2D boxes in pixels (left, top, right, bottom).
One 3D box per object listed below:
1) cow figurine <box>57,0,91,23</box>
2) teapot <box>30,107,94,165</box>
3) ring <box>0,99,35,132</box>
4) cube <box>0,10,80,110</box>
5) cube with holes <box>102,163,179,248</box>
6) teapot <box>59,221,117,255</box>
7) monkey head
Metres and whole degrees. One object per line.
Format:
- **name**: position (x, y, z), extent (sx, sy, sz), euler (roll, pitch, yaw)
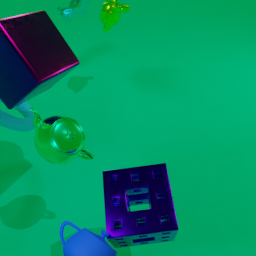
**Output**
- **cow figurine**: position (-1.897, -4.286, 9.862), extent (0.629, 1.146, 1.128), euler (38, 30, 12)
- **teapot**: position (-1.235, 0.158, 5.159), extent (0.744, 1.519, 0.945), euler (-19, 38, 51)
- **ring**: position (-2.884, -0.454, 6.749), extent (1.553, 0.311, 1.553), euler (34, 14, -9)
- **cube**: position (-2.019, -1.352, 5.584), extent (1.260, 1.260, 1.260), euler (-26, 13, 38)
- **cube with holes**: position (0.197, 1.358, 4.800), extent (1.063, 1.063, 1.063), euler (-7, 60, 1)
- **teapot**: position (-0.449, 1.723, 3.864), extent (1.240, 0.771, 0.607), euler (34, 71, 9)
- **monkey head**: position (-0.414, -3.646, 8.949), extent (0.978, 1.359, 0.819), euler (3, 77, -20)
